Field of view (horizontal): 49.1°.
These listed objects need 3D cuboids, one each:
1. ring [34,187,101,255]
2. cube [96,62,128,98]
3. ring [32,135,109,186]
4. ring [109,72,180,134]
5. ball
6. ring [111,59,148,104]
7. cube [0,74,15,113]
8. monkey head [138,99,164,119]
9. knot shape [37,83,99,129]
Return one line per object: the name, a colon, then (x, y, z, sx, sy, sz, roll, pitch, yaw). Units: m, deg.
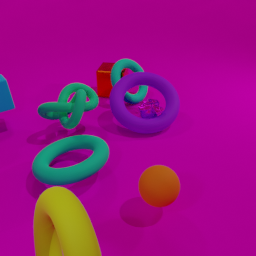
ring: (-0.771, 1.623, 3.397, 0.363, 1.816, 1.816, -6, 30, -31)
cube: (-0.527, -1.692, 9.873, 0.953, 0.953, 0.953, 5, 32, 8)
ring: (-1.248, 0.655, 6.150, 1.698, 0.340, 1.698, -9, 26, 4)
ring: (0.486, -0.771, 8.078, 2.043, 0.409, 2.043, 2, 62, -4)
ball: (0.573, 1.068, 5.161, 0.763, 0.763, 0.763, 0, 32, 0)
ring: (0.068, -1.550, 9.293, 0.306, 1.530, 1.530, -16, 13, 48)
cube: (-3.663, -0.894, 7.576, 0.829, 0.829, 0.829, -20, 29, -25)
monkey head: (0.701, -0.401, 8.038, 1.173, 0.707, 0.844, -23, 33, -24)
knot shape: (-1.612, -0.554, 7.318, 1.507, 0.744, 1.611, -17, 28, 13)
